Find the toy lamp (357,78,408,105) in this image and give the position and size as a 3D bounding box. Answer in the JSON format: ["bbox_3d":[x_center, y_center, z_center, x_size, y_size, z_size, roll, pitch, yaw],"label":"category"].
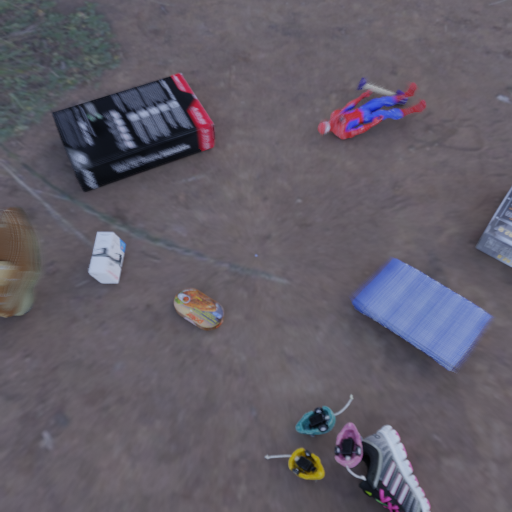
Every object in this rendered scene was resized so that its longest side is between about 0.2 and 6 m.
[{"bbox_3d":[2.866,-3.705,12.642,1.123,0.327,0.327,23,59,4],"label":"toy lamp"}]

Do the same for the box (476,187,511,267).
[{"bbox_3d":[5.504,-0.327,10.312,2.246,0.543,1.779,31,62,19],"label":"box"}]

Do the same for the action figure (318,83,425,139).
[{"bbox_3d":[2.421,-3.081,12.034,2.343,0.606,0.767,-21,77,-4],"label":"action figure"}]

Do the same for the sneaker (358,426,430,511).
[{"bbox_3d":[1.864,3.316,7.851,0.779,0.657,1.780,-12,53,-8],"label":"sneaker"}]

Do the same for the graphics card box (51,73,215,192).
[{"bbox_3d":[-2.555,-2.633,11.722,2.932,0.746,1.839,-22,61,-15],"label":"graphics card box"}]

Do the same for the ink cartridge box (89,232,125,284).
[{"bbox_3d":[-2.635,0.043,9.944,0.329,0.566,0.782,1,69,13],"label":"ink cartridge box"}]

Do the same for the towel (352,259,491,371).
[{"bbox_3d":[2.766,0.923,9.468,1.934,0.231,1.400,34,57,24],"label":"towel"}]

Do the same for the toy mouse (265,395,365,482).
[{"bbox_3d":[1.108,2.690,8.211,1.573,0.304,1.398,10,56,45],"label":"toy mouse"}]

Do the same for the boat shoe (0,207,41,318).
[{"bbox_3d":[-3.999,0.235,8.901,0.822,2.225,0.842,-15,51,-39],"label":"boat shoe"}]

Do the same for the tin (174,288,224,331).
[{"bbox_3d":[-0.994,0.932,9.703,0.954,0.200,0.534,31,57,19],"label":"tin"}]
